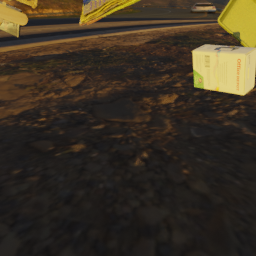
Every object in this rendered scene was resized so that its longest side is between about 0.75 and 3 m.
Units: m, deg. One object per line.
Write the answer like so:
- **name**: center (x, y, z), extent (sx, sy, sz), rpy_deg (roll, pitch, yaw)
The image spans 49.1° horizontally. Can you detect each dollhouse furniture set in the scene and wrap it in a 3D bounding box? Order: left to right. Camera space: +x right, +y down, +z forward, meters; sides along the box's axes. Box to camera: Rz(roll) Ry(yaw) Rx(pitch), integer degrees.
- **dollhouse furniture set**: center (-2.176, -2.310, 5.121), extent (0.740, 1.292, 1.515), rpy_deg (11, -3, -31)

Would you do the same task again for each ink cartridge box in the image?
- **ink cartridge box**: center (1.850, -1.147, 5.429), extent (0.476, 0.790, 1.088), rpy_deg (-31, 35, -33)

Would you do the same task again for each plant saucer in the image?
- **plant saucer**: center (3.380, -3.007, 7.783), extent (1.639, 1.642, 0.393), rpy_deg (36, -9, -11)

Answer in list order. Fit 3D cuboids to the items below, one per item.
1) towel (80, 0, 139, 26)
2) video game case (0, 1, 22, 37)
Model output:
- **towel**: center (-0.259, -3.575, 6.896), extent (2.051, 0.325, 2.855), rpy_deg (-20, 43, 15)
- **video game case**: center (-3.518, -3.058, 7.557), extent (1.236, 0.883, 0.117), rpy_deg (22, 53, -11)
